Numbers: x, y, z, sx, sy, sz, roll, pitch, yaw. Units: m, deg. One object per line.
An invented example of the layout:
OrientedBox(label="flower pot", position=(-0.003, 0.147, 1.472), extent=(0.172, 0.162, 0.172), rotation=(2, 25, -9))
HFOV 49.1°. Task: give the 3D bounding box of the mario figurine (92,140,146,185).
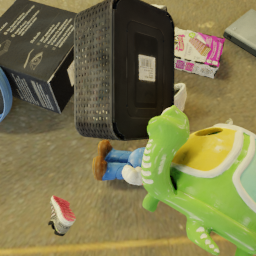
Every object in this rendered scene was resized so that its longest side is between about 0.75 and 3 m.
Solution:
OrientedBox(label="mario figurine", position=(0.629, 0.684, 7.273), extent=(2.959, 1.568, 1.826), rotation=(2, 67, 4))

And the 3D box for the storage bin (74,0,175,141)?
OrientedBox(label="storage bin", position=(-0.032, -1.025, 5.390), extent=(1.648, 1.143, 2.438), rotation=(-2, 94, -44))

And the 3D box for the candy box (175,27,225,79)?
OrientedBox(label="candy box", position=(2.177, -2.670, 9.751), extent=(2.079, 0.634, 1.418), rotation=(15, 62, 9))

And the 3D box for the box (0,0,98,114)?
OrientedBox(label="box", position=(-2.844, -2.371, 8.965), extent=(2.861, 1.680, 2.813), rotation=(20, 62, 11))

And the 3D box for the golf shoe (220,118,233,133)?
OrientedBox(label="golf shoe", position=(2.909, 0.288, 8.210), extent=(0.570, 0.459, 1.172), rotation=(27, 72, 5))

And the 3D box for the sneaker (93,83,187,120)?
OrientedBox(label="sneaker", position=(0.331, -0.758, 8.270), extent=(2.916, 1.290, 1.097), rotation=(-16, 63, -9))

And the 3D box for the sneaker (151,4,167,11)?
OrientedBox(label="sneaker", position=(0.433, -3.924, 10.493), extent=(1.020, 0.873, 2.343), rotation=(34, 59, 32))

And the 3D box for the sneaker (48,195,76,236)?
OrientedBox(label="sneaker", position=(-1.216, 1.527, 4.882), extent=(0.365, 0.991, 0.433), rotation=(29, 89, -29))

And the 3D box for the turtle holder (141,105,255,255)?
OrientedBox(label="turtle holder", position=(1.317, 0.871, 4.787), extent=(2.719, 2.066, 1.931), rotation=(31, 81, 0))

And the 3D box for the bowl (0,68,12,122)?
OrientedBox(label="bowl", position=(-4.345, -1.141, 8.035), extent=(2.323, 2.323, 0.456), rotation=(21, 33, 11))

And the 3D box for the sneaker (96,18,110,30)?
OrientedBox(label="sneaker", position=(-0.960, -4.028, 10.528), extent=(1.572, 0.651, 0.557), rotation=(7, 59, 4))

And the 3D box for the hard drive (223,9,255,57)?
OrientedBox(label="hard drive", position=(5.023, -3.242, 10.214), extent=(1.740, 0.410, 2.494), rotation=(-40, 67, -20))
